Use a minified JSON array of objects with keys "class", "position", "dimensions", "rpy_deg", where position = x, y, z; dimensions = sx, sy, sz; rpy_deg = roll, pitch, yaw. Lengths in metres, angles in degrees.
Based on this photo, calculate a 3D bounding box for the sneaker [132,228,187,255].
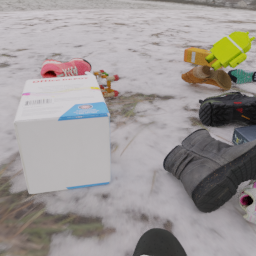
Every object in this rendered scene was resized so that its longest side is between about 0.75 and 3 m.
[{"class":"sneaker","position":[0.408,2.189,3.428],"dimensions":[1.100,1.314,2.970],"rpy_deg":[2,27,7]}]

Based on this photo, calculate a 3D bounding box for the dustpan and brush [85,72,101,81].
[{"class":"dustpan and brush","position":[-1.638,-2.315,12.701],"dimensions":[1.201,0.492,1.721],"rpy_deg":[-17,32,-28]}]

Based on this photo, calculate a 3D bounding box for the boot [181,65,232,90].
[{"class":"boot","position":[3.378,-2.103,12.106],"dimensions":[1.896,0.698,1.467],"rpy_deg":[24,-14,-23]}]

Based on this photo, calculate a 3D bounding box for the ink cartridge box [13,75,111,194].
[{"class":"ink cartridge box","position":[-1.567,-0.092,7.083],"dimensions":[1.883,1.834,2.929],"rpy_deg":[-6,29,-10]}]

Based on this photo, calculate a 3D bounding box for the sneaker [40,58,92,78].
[{"class":"sneaker","position":[-2.936,-2.636,13.183],"dimensions":[2.443,0.900,1.060],"rpy_deg":[-1,41,6]}]

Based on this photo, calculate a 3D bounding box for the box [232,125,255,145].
[{"class":"box","position":[3.958,0.562,7.269],"dimensions":[1.590,0.514,2.016],"rpy_deg":[-7,29,-11]}]

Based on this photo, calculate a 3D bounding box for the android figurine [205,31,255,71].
[{"class":"android figurine","position":[3.595,-2.752,9.867],"dimensions":[1.693,0.348,1.541],"rpy_deg":[-37,43,15]}]

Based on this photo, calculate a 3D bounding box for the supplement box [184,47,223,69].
[{"class":"supplement box","position":[4.177,-3.841,15.319],"dimensions":[0.753,0.778,2.262],"rpy_deg":[-24,35,-36]}]

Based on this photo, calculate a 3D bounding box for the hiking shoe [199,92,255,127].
[{"class":"hiking shoe","position":[3.812,-0.749,9.073],"dimensions":[2.988,1.132,1.504],"rpy_deg":[4,32,9]}]

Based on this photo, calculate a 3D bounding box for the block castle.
[{"class":"block castle","position":[-0.850,-1.791,11.250],"dimensions":[0.637,0.907,1.358],"rpy_deg":[-13,26,-32]}]

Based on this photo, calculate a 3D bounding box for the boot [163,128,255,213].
[{"class":"boot","position":[2.128,0.447,6.155],"dimensions":[2.675,0.933,1.761],"rpy_deg":[-30,34,-2]}]

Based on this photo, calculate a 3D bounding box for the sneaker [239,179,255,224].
[{"class":"sneaker","position":[2.621,1.330,5.709],"dimensions":[0.690,0.636,1.563],"rpy_deg":[8,29,11]}]

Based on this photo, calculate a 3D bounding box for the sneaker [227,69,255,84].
[{"class":"sneaker","position":[5.144,-2.381,12.837],"dimensions":[1.771,0.659,0.775],"rpy_deg":[1,16,-21]}]
